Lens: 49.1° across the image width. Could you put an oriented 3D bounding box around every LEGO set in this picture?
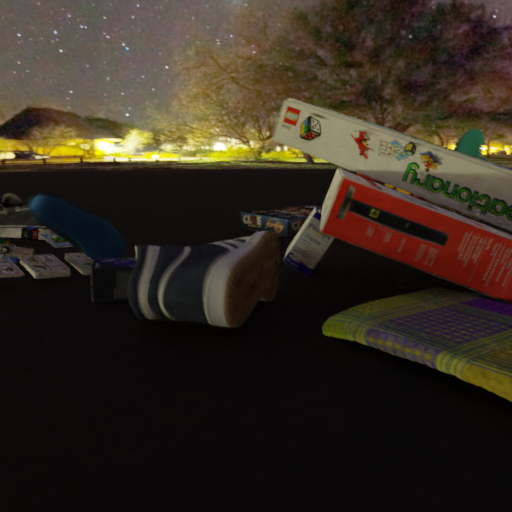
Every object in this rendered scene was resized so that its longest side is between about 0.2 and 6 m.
[{"bbox_3d":[-3.901,0.058,9.463,2.012,0.661,2.693,-4,20,-40],"label":"LEGO set"}]

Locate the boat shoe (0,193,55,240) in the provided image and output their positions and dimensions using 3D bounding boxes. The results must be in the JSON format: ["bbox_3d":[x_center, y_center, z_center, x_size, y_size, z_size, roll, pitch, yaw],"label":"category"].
[{"bbox_3d":[-5.644,-0.935,12.671,2.867,0.972,1.028,4,12,20],"label":"boat shoe"}]

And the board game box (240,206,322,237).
[{"bbox_3d":[1.074,-0.898,13.869,2.444,0.423,1.655,-9,15,-40],"label":"board game box"}]

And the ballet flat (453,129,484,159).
[{"bbox_3d":[4.096,-1.824,11.317,0.637,1.772,0.637,21,-27,11],"label":"ballet flat"}]

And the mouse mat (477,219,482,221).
[{"bbox_3d":[4.672,-1.086,15.784,2.916,0.110,2.347,11,15,41],"label":"mouse mat"}]

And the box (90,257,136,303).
[{"bbox_3d":[-1.779,0.311,7.647,0.904,0.472,0.669,-2,12,-14],"label":"box"}]

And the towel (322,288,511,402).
[{"bbox_3d":[2.292,0.842,5.370,2.093,0.332,2.914,-8,13,-34],"label":"towel"}]

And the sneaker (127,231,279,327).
[{"bbox_3d":[-0.586,0.201,6.904,1.426,0.922,2.629,1,9,15],"label":"sneaker"}]

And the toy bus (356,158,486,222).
[{"bbox_3d":[3.577,-1.158,12.153,2.732,1.496,2.895,25,46,16],"label":"toy bus"}]

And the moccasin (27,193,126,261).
[{"bbox_3d":[-2.739,-0.488,8.696,0.595,0.703,1.746,23,-17,46],"label":"moccasin"}]

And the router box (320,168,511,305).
[{"bbox_3d":[2.262,-0.396,7.816,2.657,0.723,2.961,21,12,4],"label":"router box"}]

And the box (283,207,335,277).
[{"bbox_3d":[0.908,-0.250,9.052,0.498,0.949,0.873,32,13,-1],"label":"box"}]

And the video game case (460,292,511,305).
[{"bbox_3d":[3.135,0.616,7.024,0.938,0.120,0.848,0,11,-2],"label":"video game case"}]

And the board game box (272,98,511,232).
[{"bbox_3d":[2.924,-1.420,9.223,4.619,0.799,2.916,28,19,30],"label":"board game box"}]
